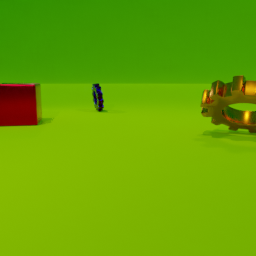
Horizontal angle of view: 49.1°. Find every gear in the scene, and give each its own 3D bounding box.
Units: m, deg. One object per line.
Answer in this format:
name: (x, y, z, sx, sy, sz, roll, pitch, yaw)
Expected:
gear: (-1.221, -1.230, 11.276, 0.206, 1.114, 1.114, -11, 13, -18)
gear: (2.576, -0.444, 6.059, 1.923, 0.356, 1.923, 13, -20, 5)

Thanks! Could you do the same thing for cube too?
cube: (-3.203, -0.722, 8.216, 1.154, 1.154, 1.154, -2, 11, -10)
